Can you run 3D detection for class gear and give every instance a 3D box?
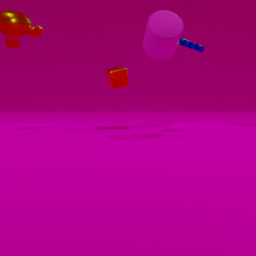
[{"bbox_3d":[2.311,-3.226,10.793,1.253,0.232,1.253,18,18,-6],"label":"gear"}]

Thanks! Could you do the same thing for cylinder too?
[{"bbox_3d":[1.015,-2.727,8.327,1.030,1.030,1.030,0,-23,-6],"label":"cylinder"}]

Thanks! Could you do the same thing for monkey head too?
[{"bbox_3d":[-2.617,-2.200,6.359,1.280,0.921,0.771,1,30,-22],"label":"monkey head"}]

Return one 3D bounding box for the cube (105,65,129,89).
[{"bbox_3d":[-0.466,-2.166,11.898,0.757,0.757,0.757,-16,26,-15],"label":"cube"}]
